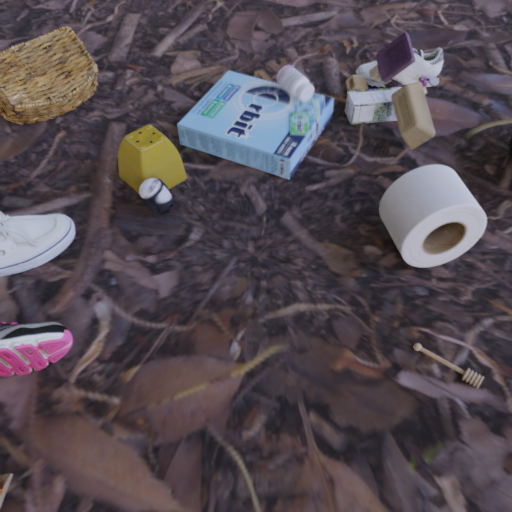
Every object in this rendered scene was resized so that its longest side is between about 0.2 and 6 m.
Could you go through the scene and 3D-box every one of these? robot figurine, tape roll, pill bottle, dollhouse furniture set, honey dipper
[{"bbox_3d":[-1.903,-1.146,10.799,0.477,0.765,0.575,-37,36,4],"label":"robot figurine"},{"bbox_3d":[3.093,-0.683,9.908,1.561,1.561,1.072,-10,50,-8],"label":"tape roll"},{"bbox_3d":[0.873,-3.789,12.339,0.468,0.468,0.826,-28,59,-22],"label":"pill bottle"},{"bbox_3d":[-4.130,2.700,7.195,1.484,1.501,0.773,-18,41,27],"label":"dollhouse furniture set"},{"bbox_3d":[2.987,1.688,8.784,1.128,0.214,0.214,29,55,24],"label":"honey dipper"},{"bbox_3d":[3.478,-3.331,12.928,1.731,1.932,2.439,8,65,-38],"label":"dollhouse furniture set"}]

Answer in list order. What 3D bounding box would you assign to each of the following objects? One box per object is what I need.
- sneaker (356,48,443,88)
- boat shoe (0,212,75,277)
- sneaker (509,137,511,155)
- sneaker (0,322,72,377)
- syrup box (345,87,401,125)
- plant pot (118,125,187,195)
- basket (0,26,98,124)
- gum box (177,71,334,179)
[{"bbox_3d":[3.522,-4.706,13.828,2.110,0.849,0.806,-4,51,-1],"label":"sneaker"},{"bbox_3d":[-4.706,-0.352,9.849,2.847,1.214,1.052,-18,52,-15],"label":"boat shoe"},{"bbox_3d":[6.132,-1.882,10.896,1.906,1.250,3.313,15,38,11],"label":"sneaker"},{"bbox_3d":[-4.204,1.227,8.648,2.661,0.981,1.164,-10,56,-2],"label":"sneaker"},{"bbox_3d":[2.827,-3.481,12.959,1.404,0.553,0.572,-7,50,-6],"label":"syrup box"},{"bbox_3d":[-2.168,-1.997,11.356,1.044,1.075,1.051,-34,57,-26],"label":"plant pot"},{"bbox_3d":[-4.993,-3.980,13.281,2.312,1.722,1.650,-36,91,-27],"label":"basket"},{"bbox_3d":[0.017,-2.995,12.448,2.716,0.605,2.308,21,54,18],"label":"gum box"}]
